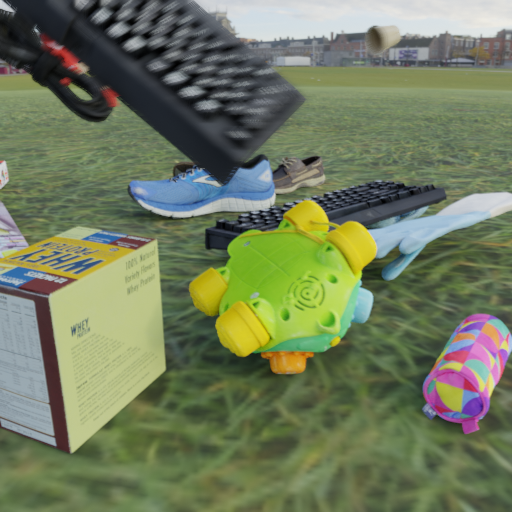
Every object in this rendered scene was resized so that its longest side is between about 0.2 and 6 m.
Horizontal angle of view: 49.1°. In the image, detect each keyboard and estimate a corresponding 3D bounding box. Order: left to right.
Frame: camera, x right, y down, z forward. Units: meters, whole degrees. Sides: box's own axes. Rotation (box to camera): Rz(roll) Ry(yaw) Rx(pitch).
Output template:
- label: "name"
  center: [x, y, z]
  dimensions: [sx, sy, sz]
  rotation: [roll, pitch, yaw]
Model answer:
- label: "keyboard"
  center: [-1.197, -1.924, 4.603]
  dimensions: [3.200, 0.410, 1.921]
  rotation: [40, 56, -2]
- label: "keyboard"
  center: [1.083, -0.767, 9.650]
  dimensions: [4.109, 0.527, 2.467]
  rotation: [-16, 13, -35]

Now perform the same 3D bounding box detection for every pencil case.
- label: "pencil case"
  center: [2.099, 1.093, 5.497]
  dimensions: [0.631, 0.631, 1.429]
  rotation: [13, 26, 30]

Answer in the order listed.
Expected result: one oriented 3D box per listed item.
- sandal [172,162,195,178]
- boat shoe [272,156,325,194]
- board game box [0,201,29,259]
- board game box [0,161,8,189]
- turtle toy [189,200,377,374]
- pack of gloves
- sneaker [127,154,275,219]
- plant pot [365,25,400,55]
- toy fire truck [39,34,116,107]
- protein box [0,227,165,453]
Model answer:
- label: "sandal"
  center: [-0.779, -1.733, 12.437]
  dimensions: [2.116, 0.865, 0.578]
  rotation: [2, 38, -3]
- label: "boat shoe"
  center: [0.784, -2.001, 13.362]
  dimensions: [2.122, 0.778, 0.790]
  rotation: [-18, 27, -40]
- label: "board game box"
  center: [-5.155, -0.267, 8.410]
  dimensions: [2.886, 0.776, 4.808]
  rotation: [-6, 21, -31]
- label: "board game box"
  center: [-7.587, -1.606, 12.579]
  dimensions: [3.335, 0.577, 2.105]
  rotation: [-4, 22, -10]
- label: "turtle toy"
  center: [0.297, 0.370, 6.274]
  dimensions: [1.810, 1.255, 2.483]
  rotation: [-36, 28, -8]
- label: "pack of gloves"
  center: [2.276, -0.307, 9.375]
  dimensions: [3.903, 0.770, 3.279]
  rotation: [-17, 11, -34]
- label: "sneaker"
  center: [-1.101, -1.582, 11.445]
  dimensions: [3.060, 1.364, 1.202]
  rotation: [-9, 22, -20]
- label: "plant pot"
  center: [2.907, -4.947, 12.687]
  dimensions: [0.586, 0.640, 0.640]
  rotation: [-26, 31, -26]
- label: "toy fire truck"
  center: [-2.926, -3.113, 9.226]
  dimensions: [1.003, 1.423, 0.347]
  rotation: [-12, 1, -42]
- label: "protein box"
  center: [-1.699, 0.681, 5.256]
  dimensions: [1.001, 1.484, 1.473]
  rotation: [9, 23, 23]
